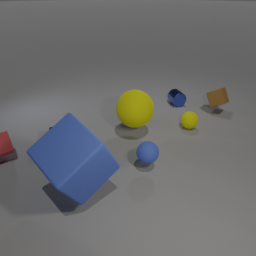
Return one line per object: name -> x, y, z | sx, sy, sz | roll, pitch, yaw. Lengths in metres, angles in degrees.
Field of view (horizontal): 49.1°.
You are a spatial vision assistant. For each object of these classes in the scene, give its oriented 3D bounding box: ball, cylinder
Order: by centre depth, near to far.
ball -> 0.611, 0.754, 8.664 | 0.700, 0.700, 0.700 | 0, 28, 0
ball -> 0.255, -0.712, 10.363 | 1.400, 1.400, 1.400 | 0, 28, 0
ball -> 2.513, -0.322, 11.437 | 0.700, 0.700, 0.700 | 0, 28, 0
cylinder -> 2.379, -1.476, 13.645 | 0.700, 0.700, 0.700 | -7, 29, -13

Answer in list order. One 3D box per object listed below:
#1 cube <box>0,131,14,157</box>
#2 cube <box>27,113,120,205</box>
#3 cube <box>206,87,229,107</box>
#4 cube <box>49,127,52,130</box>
cube -> -4.275, 0.580, 9.326 | 0.700, 0.700, 0.700 | -20, -2, -27
cube -> -1.296, 0.777, 6.925 | 1.400, 1.400, 1.400 | -44, 59, -10
cube -> 4.046, -1.387, 12.619 | 0.700, 0.700, 0.700 | -15, 3, 35
cube -> -2.436, 0.381, 10.054 | 0.700, 0.700, 0.700 | -9, 29, -5
